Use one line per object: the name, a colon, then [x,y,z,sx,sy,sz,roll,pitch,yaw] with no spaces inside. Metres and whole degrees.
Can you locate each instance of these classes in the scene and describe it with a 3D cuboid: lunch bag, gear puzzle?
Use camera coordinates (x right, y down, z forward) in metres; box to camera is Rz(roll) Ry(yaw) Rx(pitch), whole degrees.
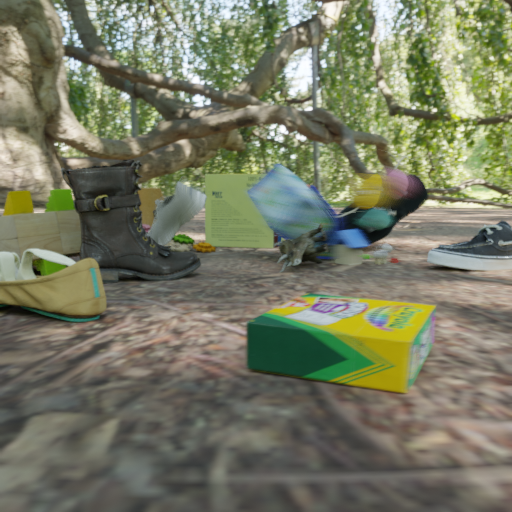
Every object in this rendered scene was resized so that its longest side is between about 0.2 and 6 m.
lunch bag: [0.895,-0.760,10.917,1.723,1.098,1.465,40,13,-39]
gear puzzle: [-1.896,-0.379,12.512,2.060,0.270,1.067,14,18,8]

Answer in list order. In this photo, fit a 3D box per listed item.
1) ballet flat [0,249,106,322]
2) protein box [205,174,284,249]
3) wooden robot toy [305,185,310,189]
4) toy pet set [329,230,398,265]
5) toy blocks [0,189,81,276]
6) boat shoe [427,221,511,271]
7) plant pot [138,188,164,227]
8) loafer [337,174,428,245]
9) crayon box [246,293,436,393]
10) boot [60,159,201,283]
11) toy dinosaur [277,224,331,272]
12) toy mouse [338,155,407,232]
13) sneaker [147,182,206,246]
ballet flat: [-2.582,0.264,6.192,2.254,0.710,0.774,2,7,23]
protein box: [-0.260,-1.131,13.867,1.753,1.766,1.191,2,7,15]
wooden robot toy: [1.178,-1.266,16.100,3.433,1.558,1.513,-5,9,-41]
toy pet set: [1.927,-0.199,10.636,1.102,0.627,1.180,-5,9,-36]
toy blocks: [-3.691,-0.222,9.105,1.853,1.355,2.711,-10,1,39]
boat shoe: [4.162,-0.193,9.706,2.449,0.830,0.879,-1,6,-5]
plant pot: [-2.934,-1.104,15.144,1.362,1.462,1.362,-1,7,0]
loafer: [2.732,-0.884,13.274,2.970,1.081,1.074,-27,-4,-23]
crayon box: [0.727,0.615,4.420,1.169,0.395,1.355,3,7,24]
boot: [-1.810,-0.538,8.408,2.070,1.803,0.717,-3,7,-27]
toy dinosaur: [0.842,-0.133,9.873,0.847,0.638,1.657,-16,-4,10]
toy mouse: [2.810,-1.152,12.120,0.382,1.973,1.754,40,3,40]
sneaker: [-1.802,-0.828,11.293,1.799,0.738,0.672,-41,20,25]
